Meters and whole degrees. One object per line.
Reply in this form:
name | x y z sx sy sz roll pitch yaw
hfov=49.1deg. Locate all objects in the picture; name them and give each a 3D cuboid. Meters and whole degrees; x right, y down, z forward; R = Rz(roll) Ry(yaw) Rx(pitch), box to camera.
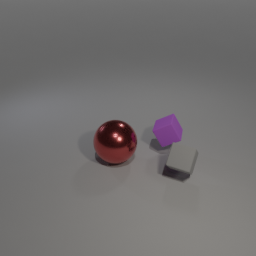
cube | 1.314 0.076 9.203 0.700 0.700 0.700 -22 23 27
cube | 1.582 0.892 8.126 0.700 0.700 0.700 15 -9 22
ball | -0.402 0.434 8.925 1.400 1.400 1.400 0 29 0
